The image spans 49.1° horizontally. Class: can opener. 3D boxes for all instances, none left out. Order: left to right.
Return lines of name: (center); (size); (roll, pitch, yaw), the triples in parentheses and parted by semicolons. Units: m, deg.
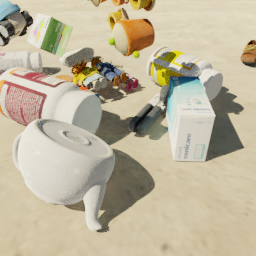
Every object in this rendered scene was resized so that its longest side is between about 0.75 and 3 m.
can opener: (0.754, -0.688, 8.758); (0.601, 0.754, 2.254); (18, 40, 23)

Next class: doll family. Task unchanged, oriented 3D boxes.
doll family: (-1.010, -1.957, 10.069); (2.796, 1.260, 1.735); (-26, 43, -31)

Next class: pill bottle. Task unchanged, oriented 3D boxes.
pill bottle: (-4.341, -2.590, 11.225); (1.646, 0.933, 0.933); (-4, 36, -6)
pill bottle: (-2.261, -0.656, 7.990); (2.823, 1.612, 1.612); (20, 40, 24)
pill bottle: (1.968, -1.882, 9.856); (1.390, 1.390, 2.545); (-27, 44, -32)

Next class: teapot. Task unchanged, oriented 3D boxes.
teapot: (-1.460, 0.864, 6.027); (2.157, 1.596, 2.185); (22, 12, -19)

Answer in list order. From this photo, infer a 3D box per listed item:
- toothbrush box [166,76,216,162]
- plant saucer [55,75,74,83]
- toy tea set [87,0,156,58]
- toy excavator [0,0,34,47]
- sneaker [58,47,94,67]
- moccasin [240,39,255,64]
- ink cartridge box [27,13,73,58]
toothbrush box: (1.595, -0.302, 7.601); (0.871, 1.496, 2.043); (1, 35, 1)
plant saucer: (-2.556, -1.819, 10.823); (1.019, 0.165, 1.019); (0, 35, 0)
toy tea set: (-0.367, -2.842, 6.875); (1.058, 1.699, 2.858); (-21, 36, -17)
toy excavator: (-2.508, -2.155, 5.234); (1.168, 1.202, 0.600); (-16, 26, 52)
sneaker: (-2.261, -3.224, 12.414); (1.678, 0.641, 0.675); (-26, 34, -33)
moccasin: (5.508, -3.415, 12.470); (0.753, 0.794, 2.058); (18, 40, 23)
ink cartridge box: (-2.622, -3.080, 9.217); (0.601, 1.052, 2.027); (15, 14, -40)
